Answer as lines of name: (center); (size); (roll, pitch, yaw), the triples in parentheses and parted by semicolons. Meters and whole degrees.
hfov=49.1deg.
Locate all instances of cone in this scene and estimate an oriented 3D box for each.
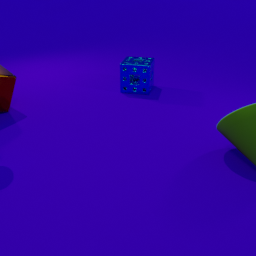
cone: (2.936, 0.476, 6.079); (1.569, 1.569, 1.575); (-6, 65, -10)

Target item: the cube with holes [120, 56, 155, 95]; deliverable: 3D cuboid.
cube with holes: (0.362, -1.994, 10.546); (1.094, 1.094, 1.094); (6, 29, 11)

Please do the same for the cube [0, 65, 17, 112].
cube: (-4.399, -1.289, 8.602); (1.232, 1.232, 1.232); (34, 23, 31)
